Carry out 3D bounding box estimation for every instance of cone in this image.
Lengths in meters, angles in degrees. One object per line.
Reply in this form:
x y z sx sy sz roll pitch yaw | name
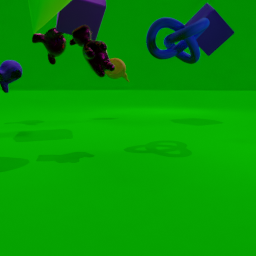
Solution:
-1.775 -2.501 5.819 1.138 1.142 1.138 24 19 -9 | cone

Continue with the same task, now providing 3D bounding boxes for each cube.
3.297 -4.068 11.565 1.325 1.325 1.325 37 27 -22 | cube
-1.473 -3.750 8.717 1.278 1.278 1.278 8 -36 -19 | cube

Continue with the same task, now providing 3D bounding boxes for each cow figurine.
-0.765 -1.612 5.870 0.565 1.030 1.013 -34 36 -11 | cow figurine

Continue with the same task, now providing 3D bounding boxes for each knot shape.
1.288 -2.114 6.587 1.479 0.684 1.384 17 -29 -35 | knot shape

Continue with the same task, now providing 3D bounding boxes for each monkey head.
-3.132 -1.383 7.459 0.677 0.808 1.124 -20 27 -24 | monkey head
-3.076 -3.335 11.054 1.197 1.003 1.664 -15 -28 -38 | monkey head

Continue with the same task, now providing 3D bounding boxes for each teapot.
-0.522 -2.457 11.986 1.464 0.910 0.717 35 -13 3 | teapot
